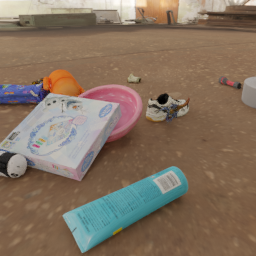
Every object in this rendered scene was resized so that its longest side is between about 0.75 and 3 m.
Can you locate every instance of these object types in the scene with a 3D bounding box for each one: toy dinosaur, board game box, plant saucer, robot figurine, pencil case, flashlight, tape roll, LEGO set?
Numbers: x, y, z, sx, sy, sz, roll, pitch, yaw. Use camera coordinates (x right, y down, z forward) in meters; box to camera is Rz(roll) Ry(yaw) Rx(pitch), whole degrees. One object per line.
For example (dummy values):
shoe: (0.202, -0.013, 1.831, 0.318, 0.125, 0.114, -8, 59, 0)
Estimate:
toy dinosaur: (1.590, -0.498, 9.715, 1.259, 0.661, 1.143, -20, -4, 7)
board game box: (-1.884, 0.087, 8.152, 2.602, 0.567, 2.615, 10, 46, 23)
plant saucer: (-0.763, -0.424, 9.283, 2.575, 0.653, 2.575, -7, 44, 7)
robot figurine: (-2.719, -1.720, 11.760, 1.181, 1.456, 2.025, -41, 39, -1)
pencil case: (-4.541, -1.448, 11.901, 2.304, 0.899, 1.001, 0, 13, 2)
robot figurine: (-3.106, 0.942, 7.199, 1.007, 0.628, 0.757, 7, 35, 16)
flashlight: (5.239, -2.350, 14.417, 0.416, 0.417, 1.227, -13, 28, -25)
tape roll: (6.325, -1.481, 12.034, 2.623, 0.867, 2.623, 0, 26, 0)
LEGO set: (-3.655, -1.867, 13.210, 1.226, 0.924, 1.594, -17, 4, 44)

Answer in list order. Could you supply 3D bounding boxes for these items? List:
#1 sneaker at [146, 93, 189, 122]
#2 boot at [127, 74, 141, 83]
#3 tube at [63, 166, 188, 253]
sneaker: (1.619, -0.907, 10.756, 2.131, 0.934, 0.806, -19, 30, -37)
boot: (0.397, -2.696, 15.260, 0.689, 0.321, 0.891, 6, 32, 15)
tube: (0.056, 1.585, 5.890, 2.665, 0.672, 1.032, -19, 28, -26)
